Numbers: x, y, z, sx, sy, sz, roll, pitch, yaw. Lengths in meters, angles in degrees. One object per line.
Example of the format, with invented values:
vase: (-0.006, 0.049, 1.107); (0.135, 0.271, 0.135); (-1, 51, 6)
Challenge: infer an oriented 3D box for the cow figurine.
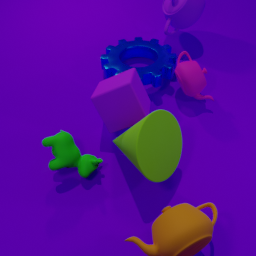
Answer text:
cow figurine: (-1.200, 0.572, 6.175); (1.140, 0.636, 1.158); (-16, 94, -13)

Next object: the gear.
gear: (0.297, -1.872, 7.906); (2.078, 0.384, 2.078); (-1, 46, 1)

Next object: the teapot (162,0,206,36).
teapot: (1.588, -3.694, 8.206); (1.297, 1.021, 2.086); (32, 102, 47)

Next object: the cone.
cone: (0.159, 0.333, 6.046); (1.444, 1.438, 1.438); (3, 48, 45)

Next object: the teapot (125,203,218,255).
teapot: (0.834, 1.794, 4.898); (1.766, 1.098, 0.865); (-22, 51, -15)

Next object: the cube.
cube: (-0.128, -0.648, 6.554); (0.990, 0.990, 0.990); (-19, 26, 18)

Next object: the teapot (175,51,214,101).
teapot: (1.710, -1.279, 7.274); (0.748, 0.949, 1.527); (-26, 88, 9)
